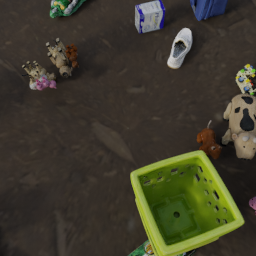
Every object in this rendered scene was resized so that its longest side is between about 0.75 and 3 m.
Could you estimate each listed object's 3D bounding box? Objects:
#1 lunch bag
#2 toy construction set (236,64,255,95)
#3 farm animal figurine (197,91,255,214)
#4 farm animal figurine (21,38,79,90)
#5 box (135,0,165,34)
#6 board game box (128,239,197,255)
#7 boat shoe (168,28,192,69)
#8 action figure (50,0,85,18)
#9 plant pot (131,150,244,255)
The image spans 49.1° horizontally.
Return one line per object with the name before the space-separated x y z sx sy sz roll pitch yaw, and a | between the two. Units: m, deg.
lunch bag | 2.560 -4.265 8.979 0.988 1.493 1.014 -18 69 -2
toy construction set | 3.613 -1.362 8.261 0.709 0.498 1.082 -18 56 -8
farm animal figurine | 3.259 0.565 6.848 2.272 1.415 2.813 -40 72 -16
farm animal figurine | -2.196 -1.700 8.262 1.384 0.862 1.713 29 71 32
box | 0.704 -3.580 9.050 0.867 0.797 0.455 -16 65 -7
board game box | 0.662 2.986 6.448 1.657 0.194 0.868 -33 72 -14
boat shoe | 1.684 -2.593 8.747 0.554 0.543 1.565 18 67 8
action figure | -1.927 -4.604 9.651 1.365 0.632 2.310 30 73 9
plant pot | 1.106 1.769 6.083 1.762 1.598 1.753 -16 56 -11
